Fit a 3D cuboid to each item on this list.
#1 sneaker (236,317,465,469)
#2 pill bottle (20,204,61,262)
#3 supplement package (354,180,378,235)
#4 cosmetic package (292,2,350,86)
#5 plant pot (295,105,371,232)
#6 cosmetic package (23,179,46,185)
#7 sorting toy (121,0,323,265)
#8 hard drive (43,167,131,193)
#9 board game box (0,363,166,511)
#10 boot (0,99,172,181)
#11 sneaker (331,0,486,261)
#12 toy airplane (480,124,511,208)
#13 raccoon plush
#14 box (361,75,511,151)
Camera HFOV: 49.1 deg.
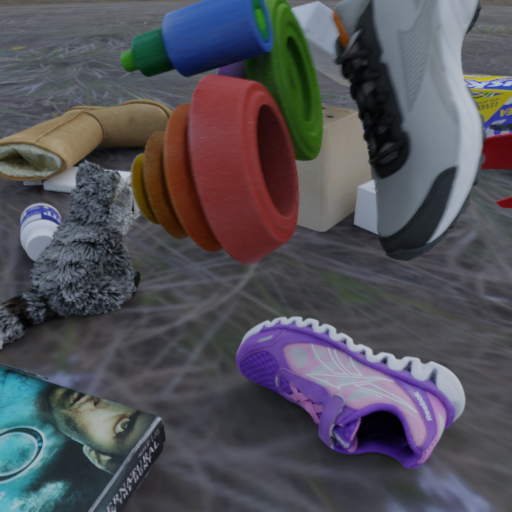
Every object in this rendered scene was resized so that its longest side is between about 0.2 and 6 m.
[{"bbox_3d":[0.785,1.376,5.539,2.339,0.941,1.034,14,40,22],"label":"sneaker"},{"bbox_3d":[-3.340,-0.339,8.739,0.630,0.630,1.052,-10,32,-18],"label":"pill bottle"},{"bbox_3d":[2.395,-0.946,9.667,1.326,0.754,0.726,-25,39,-37],"label":"supplement package"},{"bbox_3d":[1.275,-3.501,9.489,1.746,0.598,2.316,28,12,-20],"label":"cosmetic package"},{"bbox_3d":[0.940,-1.767,10.165,1.925,1.704,1.922,21,36,31],"label":"plant pot"},{"bbox_3d":[-4.498,-1.711,11.501,0.384,0.280,0.755,0,32,-2],"label":"cosmetic package"},{"bbox_3d":[-0.294,-1.165,4.604,1.172,1.715,2.854,-9,35,21],"label":"sorting toy"},{"bbox_3d":[-3.327,-1.495,11.195,1.467,0.193,0.967,7,30,11],"label":"hard drive"},{"bbox_3d":[-2.563,2.258,4.348,2.328,0.485,3.442,11,32,19],"label":"board game box"},{"bbox_3d":[-3.485,-2.407,11.776,2.853,1.077,3.257,-3,25,10],"label":"boot"},{"bbox_3d":[1.102,-1.370,4.498,1.128,2.845,1.051,4,-8,-15],"label":"sneaker"},{"bbox_3d":[2.872,-0.895,5.767,2.202,0.405,2.202,4,-11,1],"label":"toy airplane"},{"bbox_3d":[-2.425,-0.074,7.125,1.274,1.764,2.633,14,32,22],"label":"raccoon plush"},{"bbox_3d":[4.780,-3.094,12.502,4.714,1.651,1.516,8,31,15],"label":"box"}]
